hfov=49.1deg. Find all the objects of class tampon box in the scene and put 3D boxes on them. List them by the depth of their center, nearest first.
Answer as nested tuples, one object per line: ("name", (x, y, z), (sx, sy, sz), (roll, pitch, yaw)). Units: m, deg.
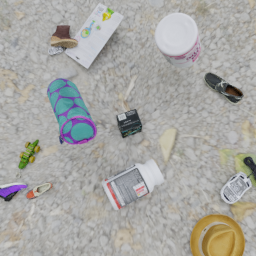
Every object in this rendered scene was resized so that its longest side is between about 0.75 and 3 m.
("tampon box", (0.048, -0.151, 10.712), (0.814, 1.086, 0.686), (-19, 76, -5))

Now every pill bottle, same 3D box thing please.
("pill bottle", (1.765, -2.807, 9.469), (1.315, 2.320, 1.315), (0, 89, 18))
("pill bottle", (0.196, 1.992, 10.095), (2.015, 1.167, 1.167), (-26, 76, -7))

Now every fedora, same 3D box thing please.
("fedora", (3.202, 4.012, 9.725), (2.055, 0.838, 2.055), (0, 74, 0))

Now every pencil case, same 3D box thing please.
("pencil case", (-1.750, -0.521, 8.394), (1.044, 1.134, 2.454), (-12, 40, -17))

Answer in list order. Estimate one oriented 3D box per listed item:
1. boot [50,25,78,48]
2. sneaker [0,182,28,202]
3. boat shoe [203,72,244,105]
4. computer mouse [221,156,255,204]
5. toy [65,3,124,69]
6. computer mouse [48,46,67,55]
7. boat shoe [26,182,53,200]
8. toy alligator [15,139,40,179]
("boot", (-2.632, -3.974, 11.926), (1.342, 0.485, 1.116), (5, 65, 18))
("sneaker", (-4.341, 2.385, 10.399), (1.308, 0.455, 0.650), (-9, 81, 2))
("boat shoe", (3.895, -1.719, 11.401), (1.799, 0.608, 0.646), (41, 80, 11))
("computer mouse", (4.180, 2.041, 10.489), (1.995, 0.438, 1.094), (-34, 82, -14))
("toy", (-1.357, -3.834, 11.853), (1.481, 0.607, 2.572), (37, 97, 24))
("computer mouse", (-2.987, -3.373, 12.058), (0.908, 0.199, 0.498), (-21, 81, -11))
("boat shoe", (-3.326, 2.339, 10.437), (1.063, 0.333, 0.378), (-26, 78, -5))
("toy alligator", (-3.893, 1.154, 10.716), (0.557, 0.404, 1.680), (21, 76, 6))
